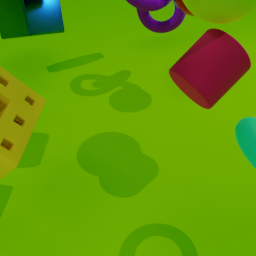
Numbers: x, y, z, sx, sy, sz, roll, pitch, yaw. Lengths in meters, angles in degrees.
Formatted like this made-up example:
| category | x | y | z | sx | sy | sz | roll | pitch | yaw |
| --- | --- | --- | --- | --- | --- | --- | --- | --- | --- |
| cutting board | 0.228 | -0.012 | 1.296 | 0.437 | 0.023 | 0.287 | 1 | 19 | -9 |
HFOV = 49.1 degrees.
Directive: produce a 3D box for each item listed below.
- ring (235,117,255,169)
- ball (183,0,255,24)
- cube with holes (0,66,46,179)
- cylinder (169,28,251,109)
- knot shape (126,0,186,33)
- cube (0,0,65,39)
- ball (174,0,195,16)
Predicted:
| category | x | y | z | sx | sy | sz | roll | pitch | yaw |
| --- | --- | --- | --- | --- | --- | --- | --- | --- | --- |
| ring | 1.796 | 0.356 | 3.313 | 1.258 | 0.252 | 1.258 | 26 | 33 | -18 |
| ball | 1.444 | -2.293 | 4.188 | 1.372 | 1.372 | 1.372 | 0 | 45 | 0 |
| cube with holes | -2.324 | -0.041 | 4.049 | 1.379 | 1.379 | 1.379 | -33 | 33 | 30 |
| cylinder | 1.307 | -0.945 | 4.554 | 0.932 | 0.932 | 0.932 | -46 | 54 | 2 |
| knot shape | 0.753 | -3.285 | 6.966 | 1.953 | 1.828 | 0.903 | -24 | 27 | -8 |
| cube | -1.759 | -2.063 | 4.964 | 0.823 | 0.823 | 0.823 | 7 | 24 | 33 |
| ball | 1.527 | -3.045 | 6.135 | 1.115 | 1.115 | 1.115 | 0 | 45 | 0 |
